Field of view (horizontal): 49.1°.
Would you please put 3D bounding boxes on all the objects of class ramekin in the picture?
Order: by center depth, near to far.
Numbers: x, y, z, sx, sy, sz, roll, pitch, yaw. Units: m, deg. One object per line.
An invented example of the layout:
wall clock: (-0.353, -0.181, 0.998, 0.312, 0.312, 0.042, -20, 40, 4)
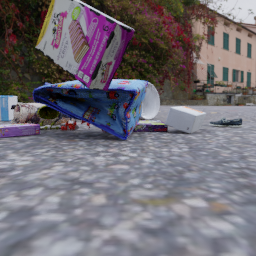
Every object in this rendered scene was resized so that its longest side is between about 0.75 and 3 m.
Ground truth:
ramekin: (0.677, -1.364, 14.629, 1.956, 1.956, 0.954, -5, 0, -43)

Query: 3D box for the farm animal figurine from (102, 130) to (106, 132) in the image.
farm animal figurine: (-0.413, -0.239, 9.410, 1.023, 0.637, 1.266, -1, 6, -7)

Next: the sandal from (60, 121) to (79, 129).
sandal: (-2.027, -0.135, 9.794, 0.803, 0.308, 0.230, 2, 49, 29)

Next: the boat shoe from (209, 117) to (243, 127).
boat shoe: (3.699, -0.225, 10.611, 1.195, 0.369, 0.447, 3, 6, 24)

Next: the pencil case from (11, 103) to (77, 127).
pencil case: (-2.884, -0.443, 9.977, 2.351, 0.915, 1.052, -5, -1, -42)

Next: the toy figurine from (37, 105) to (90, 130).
toy figurine: (-2.156, -0.676, 9.470, 1.949, 1.028, 1.168, -3, 45, -28)

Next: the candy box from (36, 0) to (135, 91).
candy box: (-1.117, -2.095, 6.653, 2.268, 1.546, 0.692, 38, 22, 30)

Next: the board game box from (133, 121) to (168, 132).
board game box: (0.712, -0.084, 9.859, 1.132, 0.304, 1.885, 4, 6, 0)

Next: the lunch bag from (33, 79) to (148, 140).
lunch bag: (-1.088, -0.914, 8.087, 2.940, 1.383, 2.213, 14, 17, 8)

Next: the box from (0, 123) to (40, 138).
box: (-3.475, 0.059, 8.113, 1.512, 0.296, 1.035, -6, 8, -44)

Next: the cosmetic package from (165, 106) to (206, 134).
cosmetic package: (1.936, -0.306, 9.228, 0.867, 0.609, 1.710, 21, 14, 22)

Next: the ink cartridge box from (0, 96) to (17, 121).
ink cartridge box: (-6.628, -0.976, 13.812, 1.939, 1.214, 1.246, 0, 6, -2)
